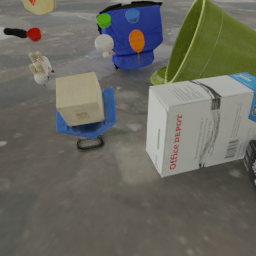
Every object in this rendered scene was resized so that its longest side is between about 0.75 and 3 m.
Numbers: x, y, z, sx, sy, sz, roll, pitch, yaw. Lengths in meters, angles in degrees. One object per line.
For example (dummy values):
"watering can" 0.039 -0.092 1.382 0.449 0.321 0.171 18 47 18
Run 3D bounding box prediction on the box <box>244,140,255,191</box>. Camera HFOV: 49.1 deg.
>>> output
"box" 3.615 1.055 4.963 2.504 0.623 1.975 2 34 3

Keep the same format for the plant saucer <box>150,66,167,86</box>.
"plant saucer" 1.661 -1.735 9.426 1.810 0.281 1.810 1 34 0

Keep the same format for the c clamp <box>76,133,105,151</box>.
"c clamp" -0.868 0.308 6.577 0.755 0.102 0.645 -14 41 -22

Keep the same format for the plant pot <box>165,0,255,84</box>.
"plant pot" 2.746 -2.110 8.133 2.539 2.674 2.674 17 34 -5

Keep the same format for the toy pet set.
"toy pet set" -0.432 -0.598 3.353 1.358 0.721 1.268 -9 64 3

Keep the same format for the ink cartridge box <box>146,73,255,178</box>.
"ink cartridge box" 1.587 -0.101 5.756 2.269 1.646 0.950 -10 35 -15

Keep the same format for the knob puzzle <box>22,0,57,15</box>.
"knob puzzle" -1.350 -2.172 4.139 1.148 1.148 0.159 25 41 32

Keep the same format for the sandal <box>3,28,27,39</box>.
"sandal" -3.694 -3.183 9.260 0.827 0.311 0.198 -2 50 -44

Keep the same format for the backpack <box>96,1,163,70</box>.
"backpack" -0.070 -3.335 10.048 2.142 2.212 2.637 -5 24 -7
